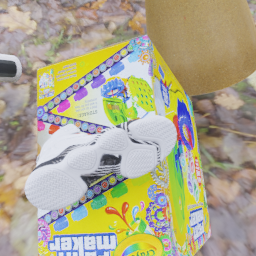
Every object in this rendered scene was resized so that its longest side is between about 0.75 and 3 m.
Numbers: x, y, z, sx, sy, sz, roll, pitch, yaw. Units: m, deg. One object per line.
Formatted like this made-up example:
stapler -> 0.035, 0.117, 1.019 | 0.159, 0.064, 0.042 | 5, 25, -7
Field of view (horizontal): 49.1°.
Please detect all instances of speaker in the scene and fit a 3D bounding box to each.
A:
speaker -> -3.145, -1.310, 6.010 | 0.659, 1.622, 0.659 | 4, 98, 28

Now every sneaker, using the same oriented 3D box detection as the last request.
sneaker -> -0.276, 0.171, 2.593 | 1.357, 0.510, 0.780 | -25, 26, -6

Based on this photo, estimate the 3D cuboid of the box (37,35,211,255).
box -> 0.112, 0.539, 4.237 | 1.600, 2.623, 2.526 | -10, 75, 21

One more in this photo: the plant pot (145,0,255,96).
plant pot -> 1.350, -2.400, 5.740 | 2.422, 2.599, 2.422 | -16, 33, 11
